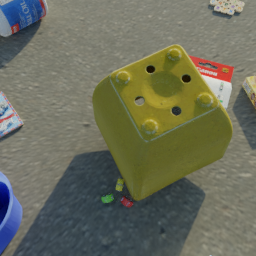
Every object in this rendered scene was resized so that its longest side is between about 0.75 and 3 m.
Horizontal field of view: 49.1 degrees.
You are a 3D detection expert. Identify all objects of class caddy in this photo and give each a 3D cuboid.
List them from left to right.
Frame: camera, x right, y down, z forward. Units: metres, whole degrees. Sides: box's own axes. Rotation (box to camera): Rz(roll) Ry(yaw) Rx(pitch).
[{"bbox_3d":[-3.865,2.259,6.415,2.042,1.516,2.888,26,62,16],"label":"caddy"}]

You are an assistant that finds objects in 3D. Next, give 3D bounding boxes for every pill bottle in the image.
[{"bbox_3d":[-4.476,-4.363,10.526,2.594,1.456,1.456,-39,66,-19],"label":"pill bottle"}]

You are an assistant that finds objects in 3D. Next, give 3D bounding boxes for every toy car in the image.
[{"bbox_3d":[-0.341,1.801,7.337,0.769,0.182,0.817,-20,93,8],"label":"toy car"}]

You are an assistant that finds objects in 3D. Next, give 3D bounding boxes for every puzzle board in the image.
[{"bbox_3d":[-4.585,-0.125,8.656,2.176,0.189,1.640,-33,64,-19],"label":"puzzle board"}]

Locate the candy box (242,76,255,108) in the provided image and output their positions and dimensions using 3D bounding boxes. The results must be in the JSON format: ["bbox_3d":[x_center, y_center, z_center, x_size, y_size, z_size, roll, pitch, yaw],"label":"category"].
[{"bbox_3d":[4.473,-1.021,9.059,0.881,0.422,1.526,-11,59,-7],"label":"candy box"}]

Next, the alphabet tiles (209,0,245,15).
[{"bbox_3d":[4.188,-5.257,11.852,1.376,0.100,1.346,20,61,12],"label":"alphabet tiles"}]

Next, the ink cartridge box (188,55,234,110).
[{"bbox_3d":[2.546,-1.641,9.388,1.859,0.579,2.311,18,62,11],"label":"ink cartridge box"}]

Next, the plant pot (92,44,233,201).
[{"bbox_3d":[0.733,-0.267,6.747,2.840,2.905,2.821,-26,70,-5],"label":"plant pot"}]
